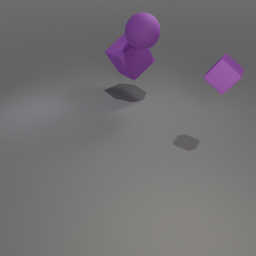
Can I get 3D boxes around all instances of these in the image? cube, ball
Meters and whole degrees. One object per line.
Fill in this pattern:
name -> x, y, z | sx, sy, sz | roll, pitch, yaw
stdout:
cube -> 0.096, -3.286, 12.797 | 1.400, 1.400, 1.400 | -45, 41, -6
cube -> 2.593, -1.465, 7.568 | 0.700, 0.700, 0.700 | 43, 39, 1
ball -> 0.576, -3.829, 11.102 | 1.400, 1.400, 1.400 | 0, 31, 0
